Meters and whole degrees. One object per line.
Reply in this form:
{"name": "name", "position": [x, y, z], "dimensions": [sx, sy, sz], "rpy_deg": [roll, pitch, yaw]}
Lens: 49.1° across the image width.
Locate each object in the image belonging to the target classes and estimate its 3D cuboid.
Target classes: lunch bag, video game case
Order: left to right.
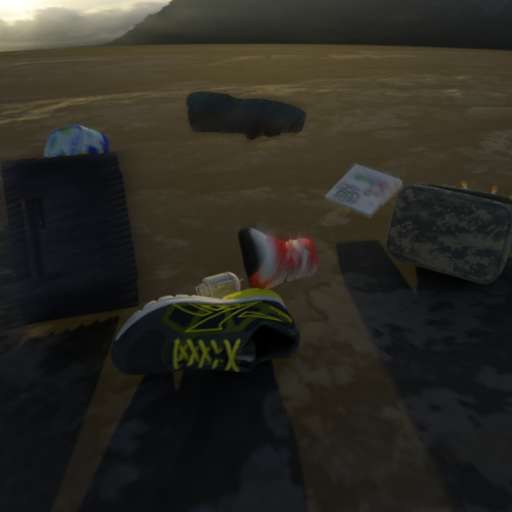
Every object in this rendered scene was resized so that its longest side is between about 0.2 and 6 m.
{"name": "lunch bag", "position": [-3.809, -1.639, 11.683], "dimensions": [1.610, 2.003, 0.826], "rpy_deg": [1, -7, 45]}
{"name": "video game case", "position": [2.442, -1.499, 12.809], "dimensions": [1.324, 0.157, 1.205], "rpy_deg": [29, 66, 39]}
{"name": "lunch bag", "position": [3.626, -0.506, 10.290], "dimensions": [2.151, 1.499, 1.804], "rpy_deg": [16, 14, 28]}

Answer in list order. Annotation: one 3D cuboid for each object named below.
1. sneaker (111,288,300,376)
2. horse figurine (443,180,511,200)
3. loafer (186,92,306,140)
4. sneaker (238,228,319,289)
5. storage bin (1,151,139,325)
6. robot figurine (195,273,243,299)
{"name": "sneaker", "position": [-0.579, 1.082, 7.497], "dimensions": [2.627, 0.978, 1.112], "rpy_deg": [-13, 29, -25]}
{"name": "horse figurine", "position": [4.354, -0.892, 11.452], "dimensions": [2.085, 1.382, 0.520], "rpy_deg": [8, 48, -1]}
{"name": "loafer", "position": [-0.227, -2.851, 11.792], "dimensions": [2.647, 0.832, 0.951], "rpy_deg": [15, 35, 19]}
{"name": "sneaker", "position": [0.354, -0.049, 8.041], "dimensions": [1.073, 2.002, 0.668], "rpy_deg": [-17, 73, -4]}
{"name": "storage bin", "position": [-2.527, -0.155, 7.785], "dimensions": [1.356, 1.956, 2.893], "rpy_deg": [-8, -3, -18]}
{"name": "robot figurine", "position": [-0.595, 0.530, 9.211], "dimensions": [0.784, 0.443, 0.665], "rpy_deg": [-14, -4, -27]}
